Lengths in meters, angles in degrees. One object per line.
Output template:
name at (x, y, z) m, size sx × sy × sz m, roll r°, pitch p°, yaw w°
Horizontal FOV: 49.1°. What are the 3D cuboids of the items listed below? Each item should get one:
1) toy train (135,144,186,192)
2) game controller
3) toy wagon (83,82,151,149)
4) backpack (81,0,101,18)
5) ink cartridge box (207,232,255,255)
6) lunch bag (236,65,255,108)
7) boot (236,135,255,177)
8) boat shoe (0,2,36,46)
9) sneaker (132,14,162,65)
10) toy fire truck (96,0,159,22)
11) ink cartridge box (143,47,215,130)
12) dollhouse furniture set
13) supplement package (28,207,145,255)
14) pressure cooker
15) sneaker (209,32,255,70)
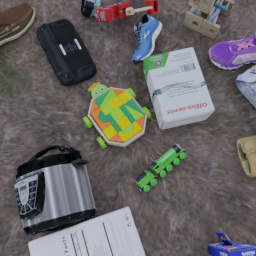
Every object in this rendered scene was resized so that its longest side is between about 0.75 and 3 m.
toy train at (0.968, 1.155, 8.338) m, size 1.831 × 0.382 × 0.516 m, roll -40°, pitch 113°, yaw -11°
game controller at (-2.123, -2.657, 9.632) m, size 1.351 × 0.545 × 2.590 m, roll -22°, pitch 74°, yaw -22°
toy wagon at (-0.512, -0.555, 8.912) m, size 1.854 × 0.473 × 2.390 m, roll -34°, pitch 76°, yaw -10°
backpack at (-1.321, -4.508, 10.008) m, size 0.684 × 0.784 × 0.892 m, roll 3°, pitch 72°, yaw -16°
ink cartridge box at (2.723, 3.701, 7.086) m, size 0.783 × 1.400 × 2.051 m, roll -3°, pitch 72°, yaw -8°
lunch bag at (4.283, -1.420, 9.025) m, size 1.087 × 0.815 × 1.282 m, roll -31°, pitch 69°, yaw -10°
boot at (4.498, 0.181, 8.525) m, size 2.430 × 0.803 × 2.128 m, roll -13°, pitch 73°, yaw -3°
boat shoe at (-4.355, -3.488, 9.550) m, size 1.004 × 1.006 × 2.719 m, roll 41°, pitch 77°, yaw 12°
sneaker at (0.445, -2.993, 9.391) m, size 0.869 × 0.765 × 1.949 m, roll 32°, pitch 64°, yaw -28°
toy fire truck at (-0.018, -3.993, 9.544) m, size 1.869 × 0.456 × 1.318 m, roll -29°, pitch 35°, yaw -31°
ink cartridge box at (1.536, -1.223, 8.876) m, size 1.645 × 0.932 × 2.243 m, roll -12°, pitch 73°, yaw -4°
dollhouse furniture set at (2.858, -4.217, 9.330) m, size 1.305 × 1.862 × 1.312 m, roll 29°, pitch 75°, yaw 9°
supplement package at (-0.933, 3.181, 7.175) m, size 2.537 × 1.538 × 1.519 m, roll -18°, pitch 73°, yaw -6°
pressure cooker at (-1.990, 1.576, 7.530) m, size 1.913 × 1.943 × 2.175 m, roll -10°, pitch 73°, yaw -17°
sneaker at (4.044, -2.644, 9.214) m, size 2.638 × 1.166 × 1.061 m, roll -2°, pitch 74°, yaw 1°
